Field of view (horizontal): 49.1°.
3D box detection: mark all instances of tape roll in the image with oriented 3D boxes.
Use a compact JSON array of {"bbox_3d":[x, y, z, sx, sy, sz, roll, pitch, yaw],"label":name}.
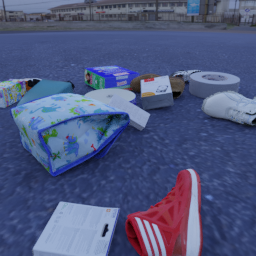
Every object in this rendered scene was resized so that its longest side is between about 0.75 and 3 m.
[{"bbox_3d":[4.460,-2.247,14.600,2.498,0.825,2.498,0,24,0],"label":"tape roll"}]

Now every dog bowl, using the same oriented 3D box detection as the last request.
[{"bbox_3d":[-0.736,-0.941,11.665,2.179,0.858,2.179,0,24,0],"label":"dog bowl"}]

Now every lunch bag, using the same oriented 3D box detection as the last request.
[{"bbox_3d":[-1.728,-0.113,8.671,2.852,1.817,2.425,-28,35,-30],"label":"lunch bag"}]

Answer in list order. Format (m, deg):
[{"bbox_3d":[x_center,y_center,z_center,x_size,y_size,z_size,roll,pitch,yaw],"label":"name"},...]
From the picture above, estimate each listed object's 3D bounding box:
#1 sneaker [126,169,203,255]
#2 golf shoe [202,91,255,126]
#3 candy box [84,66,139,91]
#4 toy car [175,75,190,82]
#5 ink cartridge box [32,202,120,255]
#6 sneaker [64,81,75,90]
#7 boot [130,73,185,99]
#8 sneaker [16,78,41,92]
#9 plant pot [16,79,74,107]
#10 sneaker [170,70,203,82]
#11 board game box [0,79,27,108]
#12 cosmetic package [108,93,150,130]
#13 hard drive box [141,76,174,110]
[{"bbox_3d":[0.736,1.624,5.836,1.460,0.990,2.528,5,23,8],"label":"sneaker"},{"bbox_3d":[4.384,-0.674,10.868,2.924,1.145,1.421,3,30,10],"label":"golf shoe"},{"bbox_3d":[-0.938,-2.725,15.494,2.145,0.977,2.537,-12,26,-29],"label":"candy box"},{"bbox_3d":[3.186,-2.430,15.744,1.744,0.856,0.580,4,-26,-33],"label":"toy car"},{"bbox_3d":[-0.951,2.081,5.616,1.397,0.284,1.394,4,24,9],"label":"ink cartridge box"},{"bbox_3d":[-2.935,-1.907,13.575,0.753,0.900,1.982,37,17,-24],"label":"sneaker"},{"bbox_3d":[1.394,-2.046,14.129,2.827,1.041,1.067,4,44,17],"label":"boot"},{"bbox_3d":[-4.897,-2.242,14.598,2.416,0.915,1.111,8,21,14],"label":"sneaker"},{"bbox_3d":[-3.130,-0.702,10.555,1.423,1.422,2.014,11,39,23],"label":"plant pot"},{"bbox_3d":[3.486,-3.111,16.630,2.275,0.756,1.029,-9,29,-15],"label":"sneaker"},{"bbox_3d":[-5.696,-1.666,13.248,0.871,0.887,1.691,7,26,15],"label":"board game box"},{"bbox_3d":[-0.007,-0.574,10.276,1.545,0.391,0.638,30,59,-8],"label":"cosmetic package"},{"bbox_3d":[1.288,-1.634,12.792,1.362,0.671,1.748,-9,33,7],"label":"hard drive box"}]
